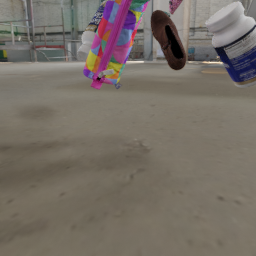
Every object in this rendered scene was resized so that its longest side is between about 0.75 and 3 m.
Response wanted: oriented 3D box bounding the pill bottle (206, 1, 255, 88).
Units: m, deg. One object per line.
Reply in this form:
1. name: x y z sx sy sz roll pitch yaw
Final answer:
1. pill bottle: 2.718 -2.000 6.817 1.068 1.845 1.068 -33 20 13

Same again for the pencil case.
1. pencil case: -0.260 -1.884 5.793 0.945 2.138 0.945 17 30 -10

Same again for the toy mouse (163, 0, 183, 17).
1. toy mouse: 1.433 -4.148 9.605 0.435 2.000 2.250 36 -15 -10

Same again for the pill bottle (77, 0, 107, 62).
1. pill bottle: -0.899 -3.288 9.881 1.182 2.128 1.182 26 -13 6

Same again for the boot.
1. boot: 1.081 -2.494 7.403 0.693 1.915 1.593 -22 -3 8
